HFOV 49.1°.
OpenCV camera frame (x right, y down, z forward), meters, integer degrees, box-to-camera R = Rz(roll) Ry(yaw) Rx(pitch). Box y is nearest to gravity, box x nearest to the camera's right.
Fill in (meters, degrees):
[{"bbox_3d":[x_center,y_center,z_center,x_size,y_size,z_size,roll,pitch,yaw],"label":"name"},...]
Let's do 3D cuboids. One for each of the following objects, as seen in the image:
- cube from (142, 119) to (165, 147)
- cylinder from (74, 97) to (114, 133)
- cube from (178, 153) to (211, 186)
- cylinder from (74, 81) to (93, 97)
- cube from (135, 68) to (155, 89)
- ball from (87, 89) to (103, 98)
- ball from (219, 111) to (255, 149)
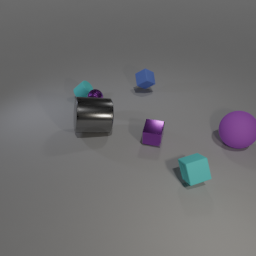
[{"bbox_3d":[0.955,0.176,10.540,0.700,0.700,0.700,10,50,11],"label":"cube"},{"bbox_3d":[-1.386,-0.506,11.067,1.400,1.400,1.400,1,31,-15],"label":"cylinder"},{"bbox_3d":[2.051,1.262,8.667,0.700,0.700,0.700,-16,10,-8],"label":"cube"},{"bbox_3d":[-2.191,-1.854,13.764,0.700,0.700,0.700,-34,21,26],"label":"cylinder"},{"bbox_3d":[0.884,-2.507,14.308,0.700,0.700,0.700,-20,-21,39],"label":"cube"},{"bbox_3d":[-1.434,-1.352,12.288,0.700,0.700,0.700,0,32,0],"label":"ball"},{"bbox_3d":[4.091,0.060,10.373,1.400,1.400,1.400,0,32,0],"label":"ball"}]
